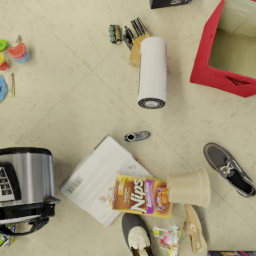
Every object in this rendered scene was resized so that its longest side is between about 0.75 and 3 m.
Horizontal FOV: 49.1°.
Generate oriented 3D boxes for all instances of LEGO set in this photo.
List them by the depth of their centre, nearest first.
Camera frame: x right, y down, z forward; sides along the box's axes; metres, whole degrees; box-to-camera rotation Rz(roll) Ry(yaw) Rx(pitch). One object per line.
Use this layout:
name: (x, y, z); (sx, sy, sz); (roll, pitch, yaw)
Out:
LEGO set: (1.335, 4.564, 10.475); (1.005, 1.242, 2.701); (10, 118, 12)

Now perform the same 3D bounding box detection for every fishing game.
fishing game: (-5.530, -1.590, 11.090); (1.961, 0.305, 1.404); (1, 85, 0)

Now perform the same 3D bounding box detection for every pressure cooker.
pressure cooker: (-3.699, 2.209, 9.615); (2.528, 2.489, 2.830); (1, 74, -29)

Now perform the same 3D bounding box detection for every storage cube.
storage cube: (3.889, -2.712, 9.973); (2.483, 2.611, 2.905); (15, 89, 0)

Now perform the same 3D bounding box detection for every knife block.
knife block: (0.727, -3.227, 10.953); (2.070, 0.662, 1.817); (18, 89, 0)

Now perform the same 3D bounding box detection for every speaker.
speaker: (0.877, -1.931, 9.774); (0.975, 0.975, 2.400); (4, 72, 0)

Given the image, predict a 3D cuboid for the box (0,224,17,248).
box: (-5.518, 3.936, 10.621); (2.327, 0.748, 0.815); (5, 88, 0)

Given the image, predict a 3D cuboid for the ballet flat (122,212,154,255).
ballet flat: (0.543, 4.540, 10.457); (1.058, 1.058, 2.897); (-16, 87, -1)

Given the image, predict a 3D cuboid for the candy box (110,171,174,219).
candy box: (0.581, 2.502, 10.475); (2.300, 0.649, 1.342); (12, 91, -11)

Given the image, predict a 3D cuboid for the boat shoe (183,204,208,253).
boat shoe: (2.435, 3.799, 10.653); (0.637, 0.703, 1.974); (-18, 89, -1)

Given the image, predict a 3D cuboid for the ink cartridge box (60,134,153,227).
ink cartridge box: (-0.810, 2.024, 10.792); (2.399, 0.602, 2.764); (43, 88, -16)

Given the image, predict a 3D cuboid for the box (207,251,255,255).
box: (4.054, 5.352, 10.405); (1.995, 1.058, 1.219); (0, 87, 1)

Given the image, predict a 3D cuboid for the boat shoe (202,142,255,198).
boat shoe: (3.915, 1.568, 10.675); (0.965, 0.833, 2.657); (-41, 88, -2)

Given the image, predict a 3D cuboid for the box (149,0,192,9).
box: (1.662, -5.335, 10.867); (1.671, 1.022, 0.886); (-8, 88, 0)

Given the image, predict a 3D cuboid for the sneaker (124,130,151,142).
sneaker: (0.372, 0.333, 10.838); (1.081, 0.615, 0.408); (-10, 88, 0)

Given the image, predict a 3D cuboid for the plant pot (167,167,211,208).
plant pot: (2.054, 2.092, 9.826); (1.304, 1.425, 1.425); (-1, 88, 1)

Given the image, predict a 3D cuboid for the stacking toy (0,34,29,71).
stacking toy: (-4.689, -2.961, 11.161); (1.426, 0.602, 1.291); (-19, 62, -4)

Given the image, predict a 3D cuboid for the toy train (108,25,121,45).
toy train: (-0.518, -3.737, 11.168); (0.456, 0.341, 0.801); (-9, 88, -10)
